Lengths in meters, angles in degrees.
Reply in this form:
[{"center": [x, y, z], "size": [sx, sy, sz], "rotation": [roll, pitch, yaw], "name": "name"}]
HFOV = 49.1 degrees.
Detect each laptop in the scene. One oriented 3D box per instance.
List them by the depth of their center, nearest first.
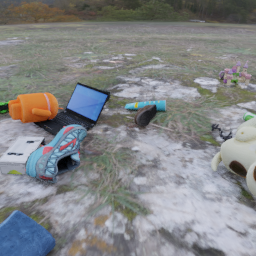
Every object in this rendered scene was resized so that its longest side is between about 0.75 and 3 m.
[{"center": [-2.335, -0.793, 11.424], "size": [2.166, 1.262, 2.444], "rotation": [23, 35, 39], "name": "laptop"}]

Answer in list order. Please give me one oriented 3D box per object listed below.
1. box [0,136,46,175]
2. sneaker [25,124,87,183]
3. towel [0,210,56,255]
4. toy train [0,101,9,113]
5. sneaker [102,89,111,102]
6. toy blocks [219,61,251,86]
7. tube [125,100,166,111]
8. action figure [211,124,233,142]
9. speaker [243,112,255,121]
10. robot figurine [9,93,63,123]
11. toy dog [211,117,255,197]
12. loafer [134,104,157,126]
[{"center": [-3.347, 0.854, 8.998], "size": [0.930, 0.479, 1.594], "rotation": [1, 26, 2], "name": "box"}, {"center": [-1.907, 0.851, 8.743], "size": [1.218, 1.011, 2.549], "rotation": [23, 40, 17], "name": "sneaker"}, {"center": [-2.644, 2.620, 5.375], "size": [1.306, 0.568, 2.339], "rotation": [18, 32, 31], "name": "towel"}, {"center": [-5.616, -0.971, 12.700], "size": [2.348, 0.490, 0.662], "rotation": [-18, 21, -32], "name": "toy train"}, {"center": [-1.627, -1.528, 13.570], "size": [1.752, 0.661, 0.694], "rotation": [-21, 31, -36], "name": "sneaker"}, {"center": [6.294, -3.323, 16.445], "size": [1.420, 1.279, 1.519], "rotation": [-1, 27, -2], "name": "toy blocks"}, {"center": [0.804, -1.009, 12.852], "size": [1.853, 0.467, 0.718], "rotation": [-1, 13, 8], "name": "tube"}, {"center": [3.508, 0.172, 10.179], "size": [0.592, 0.508, 0.995], "rotation": [13, 24, -43], "name": "action figure"}, {"center": [5.211, -0.341, 11.489], "size": [0.397, 0.397, 0.898], "rotation": [-18, 31, -31], "name": "speaker"}, {"center": [-3.686, -0.809, 11.267], "size": [1.992, 1.162, 1.433], "rotation": [-11, -9, -32], "name": "robot figurine"}, {"center": [3.567, 0.956, 7.647], "size": [2.236, 1.609, 2.306], "rotation": [-13, 27, 2], "name": "toy dog"}, {"center": [0.649, -0.534, 11.743], "size": [0.630, 0.648, 1.774], "rotation": [3, 19, 27], "name": "loafer"}]
